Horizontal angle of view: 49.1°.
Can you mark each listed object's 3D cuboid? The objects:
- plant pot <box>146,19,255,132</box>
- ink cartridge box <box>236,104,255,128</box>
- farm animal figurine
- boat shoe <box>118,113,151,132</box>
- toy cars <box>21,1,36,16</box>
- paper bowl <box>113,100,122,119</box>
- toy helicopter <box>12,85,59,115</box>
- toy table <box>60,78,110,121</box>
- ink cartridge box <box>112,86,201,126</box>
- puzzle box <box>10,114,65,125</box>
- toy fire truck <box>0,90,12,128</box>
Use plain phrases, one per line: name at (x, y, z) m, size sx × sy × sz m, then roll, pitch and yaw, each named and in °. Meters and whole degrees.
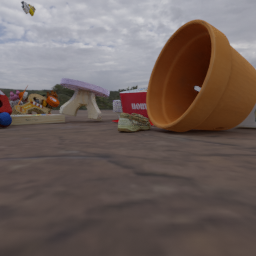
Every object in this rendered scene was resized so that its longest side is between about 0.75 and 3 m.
plant pot at (2.014, -1.105, 7.364) m, size 1.963 × 2.804 × 2.804 m, roll 16°, pitch -2°, yaw -22°
ink cartridge box at (4.634, -0.514, 8.301) m, size 2.484 × 1.044 × 1.813 m, roll 4°, pitch 6°, yaw 39°
farm animal figurine at (-4.965, -1.012, 14.497) m, size 2.612 × 1.313 × 2.109 m, roll -9°, pitch -11°, yaw -41°
boat shoe at (0.226, -0.184, 7.672) m, size 0.581 × 0.496 × 1.584 m, roll 2°, pitch 5°, yaw 23°
toy cars at (-3.690, -4.487, 10.464) m, size 0.262 × 0.530 × 1.182 m, roll -25°, pitch 14°, yaw 5°
paper bowl at (0.196, -0.881, 13.483) m, size 1.849 × 0.961 × 1.849 m, roll 0°, pitch 5°, yaw 0°
toy helicopter at (-4.455, -1.091, 12.765) m, size 1.732 × 1.033 × 2.619 m, roll 40°, pitch 20°, yaw -2°
toy table at (-1.876, -1.126, 11.802) m, size 2.355 × 1.379 × 2.165 m, roll 10°, pitch -1°, yaw -38°
ink cartridge box at (1.027, -0.929, 10.729) m, size 2.476 × 1.183 × 2.821 m, roll -16°, pitch 13°, yaw -37°
puzzle box at (-3.987, -0.350, 10.832) m, size 2.595 × 0.330 × 1.727 m, roll -4°, pitch 6°, yaw -43°
toy fire truck at (-4.712, -0.754, 8.263) m, size 2.356 × 1.573 × 2.806 m, roll 42°, pitch 18°, yaw 17°
